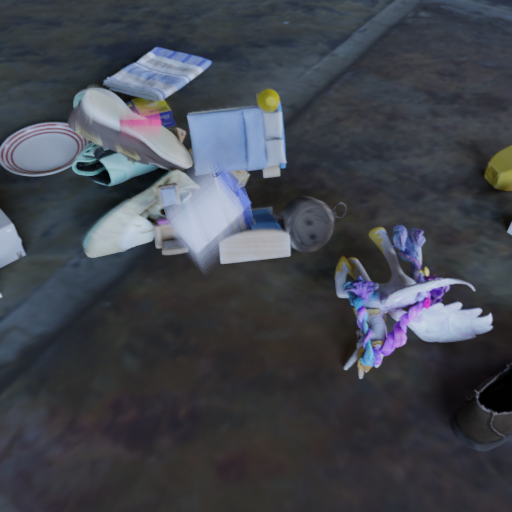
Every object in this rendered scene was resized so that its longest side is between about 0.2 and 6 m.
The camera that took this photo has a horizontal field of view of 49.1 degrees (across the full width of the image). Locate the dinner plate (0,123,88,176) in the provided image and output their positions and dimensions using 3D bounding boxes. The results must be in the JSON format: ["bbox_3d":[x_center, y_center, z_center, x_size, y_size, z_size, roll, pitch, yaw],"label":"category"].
[{"bbox_3d":[-4.964,-2.472,13.171,2.048,0.248,2.048,0,49,0],"label":"dinner plate"}]

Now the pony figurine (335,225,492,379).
[{"bbox_3d":[2.460,0.675,9.492,2.436,2.101,2.523,-22,47,24],"label":"pony figurine"}]

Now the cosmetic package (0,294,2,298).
[{"bbox_3d":[-5.016,0.559,10.262,0.427,0.517,0.426,-28,54,-23],"label":"cosmetic package"}]

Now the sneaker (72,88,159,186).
[{"bbox_3d":[-3.666,-2.745,12.737,3.099,1.141,1.828,37,52,25],"label":"sneaker"}]

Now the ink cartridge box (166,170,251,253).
[{"bbox_3d":[-0.689,-0.656,8.190,1.109,0.662,0.233,-42,17,-5],"label":"ink cartridge box"}]

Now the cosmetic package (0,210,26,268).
[{"bbox_3d":[-5.353,-0.612,11.054,0.779,0.923,1.729,-30,53,-26],"label":"cosmetic package"}]

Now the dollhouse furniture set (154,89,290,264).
[{"bbox_3d":[-0.664,-1.487,10.195,2.649,2.806,1.831,-7,20,-7],"label":"dollhouse furniture set"}]

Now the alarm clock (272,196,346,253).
[{"bbox_3d":[1.126,-0.665,10.936,1.563,1.054,0.520,-25,23,-19],"label":"alarm clock"}]

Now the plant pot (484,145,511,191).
[{"bbox_3d":[5.503,-1.883,12.339,0.772,0.750,0.755,-19,51,-9],"label":"plant pot"}]

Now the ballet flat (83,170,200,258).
[{"bbox_3d":[-2.161,-0.808,11.222,0.886,0.958,2.842,32,55,15],"label":"ballet flat"}]

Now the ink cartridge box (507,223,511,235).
[{"bbox_3d":[5.590,-0.815,11.412,0.885,0.646,0.372,-35,57,-27],"label":"ink cartridge box"}]

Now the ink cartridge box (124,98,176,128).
[{"bbox_3d":[-2.806,-3.586,14.140,1.233,0.293,1.247,-19,48,-19],"label":"ink cartridge box"}]

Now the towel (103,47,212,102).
[{"bbox_3d":[-2.635,-4.974,15.182,1.895,0.307,2.580,20,46,20],"label":"towel"}]

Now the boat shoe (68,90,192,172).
[{"bbox_3d":[-2.555,-2.403,11.671,2.701,0.804,0.970,25,37,-41],"label":"boat shoe"}]

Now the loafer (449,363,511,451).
[{"bbox_3d":[4.278,2.051,8.606,2.759,0.984,1.007,-25,53,-21],"label":"loafer"}]

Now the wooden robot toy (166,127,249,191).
[{"bbox_3d":[-0.915,-2.461,12.744,2.358,1.039,1.070,35,46,27],"label":"wooden robot toy"}]

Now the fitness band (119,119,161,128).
[{"bbox_3d":[-1.620,-1.849,7.823,0.477,0.124,0.664,6,16,19],"label":"fitness band"}]
